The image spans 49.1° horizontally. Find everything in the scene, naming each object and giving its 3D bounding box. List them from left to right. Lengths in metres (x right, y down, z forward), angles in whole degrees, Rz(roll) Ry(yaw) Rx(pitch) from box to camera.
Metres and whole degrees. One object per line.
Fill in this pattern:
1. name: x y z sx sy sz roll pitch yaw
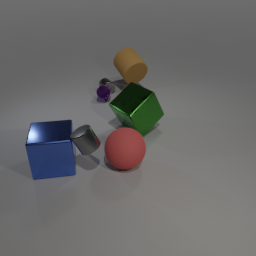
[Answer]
1. cube: -2.521 0.691 9.414 1.400 1.400 1.400 -5 31 -8
2. cylinder: -1.314 0.368 8.677 0.700 0.700 0.700 -24 26 13
3. cylinder: -1.205 -1.821 14.129 0.700 0.700 0.700 0 10 1
4. cylinder: -1.130 -2.260 15.099 0.700 0.700 0.700 -14 33 -23
5. ball: -0.095 0.684 9.422 1.400 1.400 1.400 0 31 0
6. cylinder: 0.130 -3.329 15.006 1.400 1.400 1.400 -15 53 -23
7. cube: 0.363 -0.758 11.404 1.400 1.400 1.400 -46 47 -13
